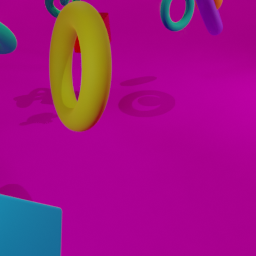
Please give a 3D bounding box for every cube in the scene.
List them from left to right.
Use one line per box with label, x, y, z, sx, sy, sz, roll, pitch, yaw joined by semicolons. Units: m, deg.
cube;-1.162;1.128;2.412;0.829;0.829;0.829;-27;53;28
cube;-1.137;-2.958;8.715;0.953;0.953;0.953;7;43;13

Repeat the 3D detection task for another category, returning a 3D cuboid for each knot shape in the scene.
knot shape;-1.643;-4.033;8.289;0.744;1.611;1.507;47;58;3

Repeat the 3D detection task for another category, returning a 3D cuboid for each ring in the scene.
ring;-3.222;-2.046;5.894;1.698;0.340;1.698;13;-9;2
ring;-0.751;-0.848;4.041;0.363;1.816;1.816;-5;30;-30
ring;1.731;-4.165;9.768;1.530;1.530;0.306;-21;36;-30
ring;2.204;-3.618;7.923;0.409;2.043;2.043;-18;25;25

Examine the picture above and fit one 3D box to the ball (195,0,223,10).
ball;2.311;-3.670;8.014;0.763;0.763;0.763;0;32;0
